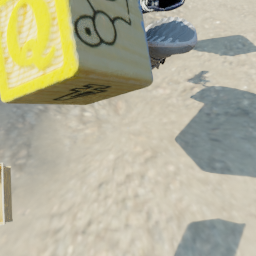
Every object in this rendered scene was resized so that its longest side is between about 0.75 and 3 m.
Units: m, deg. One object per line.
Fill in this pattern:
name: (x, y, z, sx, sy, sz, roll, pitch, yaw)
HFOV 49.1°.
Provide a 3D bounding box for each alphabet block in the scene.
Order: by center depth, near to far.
alphabet block: (-0.976, -1.520, 5.058, 1.974, 2.010, 1.963, -14, 83, 36)

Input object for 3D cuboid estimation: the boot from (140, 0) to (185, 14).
boot: (0.426, -3.962, 8.632, 2.537, 0.923, 1.146, -15, 36, -5)

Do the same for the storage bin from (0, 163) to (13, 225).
storage bin: (-2.042, 0.943, 3.848, 0.800, 0.378, 0.806, -7, 78, -4)

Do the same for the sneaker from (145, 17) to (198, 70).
sneaker: (0.660, -1.864, 6.567, 0.942, 1.033, 2.520, -47, 33, -19)
